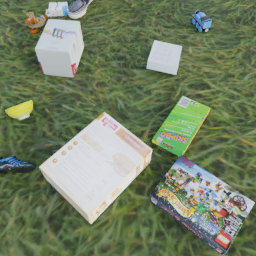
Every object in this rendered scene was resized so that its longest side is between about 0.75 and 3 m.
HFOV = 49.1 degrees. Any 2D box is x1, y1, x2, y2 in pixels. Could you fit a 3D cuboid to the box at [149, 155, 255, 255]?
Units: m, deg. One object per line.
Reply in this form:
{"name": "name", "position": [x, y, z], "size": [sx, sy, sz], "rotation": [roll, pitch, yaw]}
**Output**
{"name": "box", "position": [2.119, 2.137, 8.192], "size": [2.495, 0.470, 1.704], "rotation": [33, 62, 21]}

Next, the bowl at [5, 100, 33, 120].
{"name": "bowl", "position": [-3.782, -0.580, 9.952], "size": [0.965, 0.965, 0.519], "rotation": [-24, 101, -16]}

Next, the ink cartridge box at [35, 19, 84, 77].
{"name": "ink cartridge box", "position": [-2.685, -3.244, 11.323], "size": [1.357, 1.364, 1.877], "rotation": [6, 56, 4]}

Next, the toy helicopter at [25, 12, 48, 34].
{"name": "toy helicopter", "position": [-4.343, -5.119, 13.114], "size": [1.029, 0.614, 1.555], "rotation": [-28, 51, -14]}

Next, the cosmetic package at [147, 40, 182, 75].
{"name": "cosmetic package", "position": [1.514, -2.917, 11.503], "size": [1.220, 0.418, 1.619], "rotation": [12, 48, 7]}

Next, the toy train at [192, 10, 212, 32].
{"name": "toy train", "position": [3.390, -4.953, 12.918], "size": [0.507, 0.668, 1.170], "rotation": [-16, 57, -11]}

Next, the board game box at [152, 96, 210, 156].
{"name": "board game box", "position": [1.868, -0.077, 9.799], "size": [1.135, 0.356, 2.376], "rotation": [28, 58, 18]}

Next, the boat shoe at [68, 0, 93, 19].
{"name": "boat shoe", "position": [-2.321, -6.455, 13.680], "size": [0.889, 1.104, 2.381], "rotation": [13, 56, 9]}

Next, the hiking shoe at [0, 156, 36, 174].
{"name": "hiking shoe", "position": [-3.551, 1.113, 8.888], "size": [1.285, 0.478, 0.557], "rotation": [-1, 57, -1]}

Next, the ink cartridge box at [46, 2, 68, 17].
{"name": "ink cartridge box", "position": [-3.505, -5.801, 13.682], "size": [1.105, 0.369, 0.640], "rotation": [-5, 56, -3]}

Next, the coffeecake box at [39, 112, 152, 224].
{"name": "coffeecake box", "position": [-0.901, 1.105, 8.491], "size": [2.046, 0.974, 2.665], "rotation": [38, 64, 20]}
